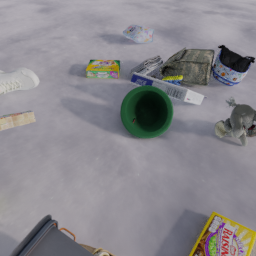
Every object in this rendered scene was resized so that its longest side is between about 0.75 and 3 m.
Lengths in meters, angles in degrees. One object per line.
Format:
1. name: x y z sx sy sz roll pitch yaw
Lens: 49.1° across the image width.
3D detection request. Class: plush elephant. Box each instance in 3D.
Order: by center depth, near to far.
1. plush elephant: 3.890 -0.043 9.757 1.482 1.394 1.800 -16 45 -7

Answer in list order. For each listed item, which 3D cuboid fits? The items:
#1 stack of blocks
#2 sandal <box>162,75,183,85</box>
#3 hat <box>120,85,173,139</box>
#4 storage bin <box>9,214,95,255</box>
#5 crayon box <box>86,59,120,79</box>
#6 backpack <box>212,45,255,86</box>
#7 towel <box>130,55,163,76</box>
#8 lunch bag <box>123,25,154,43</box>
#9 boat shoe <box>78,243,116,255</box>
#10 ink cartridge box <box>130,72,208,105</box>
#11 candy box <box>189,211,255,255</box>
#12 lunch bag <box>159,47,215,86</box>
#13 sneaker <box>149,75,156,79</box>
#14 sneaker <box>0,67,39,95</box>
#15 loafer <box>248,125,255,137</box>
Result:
1. stack of blocks: -3.123 -0.217 7.643 1.027 0.301 0.591 -17 16 -27
2. sandal: 2.126 -2.250 13.460 1.039 0.452 0.413 4 34 29
3. hat: 0.730 -0.473 11.233 1.959 2.082 2.365 2 73 3
4. storage bin: -1.253 2.766 5.275 1.325 1.973 1.436 25 41 14
5. crayon box: -1.280 -3.133 14.787 1.652 0.482 1.425 2 35 2
6. backpack: 4.877 -2.895 13.447 1.902 1.466 1.812 27 38 13
7. towel: 0.922 -3.069 14.024 1.481 0.634 1.226 -36 8 -37
8. lunch bag: 0.688 -6.331 18.794 1.681 1.069 1.425 -15 35 -27
9. boat shoe: -0.554 2.904 6.001 1.890 0.654 0.697 17 38 22
10. ink cartridge box: 1.843 -1.641 12.217 2.603 0.574 2.652 24 10 31
11. candy box: 2.025 2.932 6.284 1.141 0.295 2.231 23 41 26
12. lunch bag: 2.935 -3.150 14.008 2.457 1.445 2.015 9 32 20
13. sneaker: 0.957 -2.444 14.035 0.851 0.342 0.367 -10 14 -12
14. sneaker: -5.468 -1.954 12.783 2.864 1.116 1.423 -1 41 14
15. loafer: 4.993 0.064 10.403 1.304 0.410 0.469 -7 5 -16
